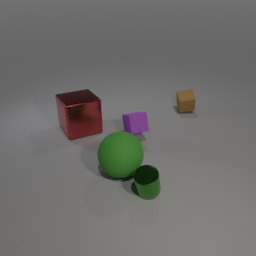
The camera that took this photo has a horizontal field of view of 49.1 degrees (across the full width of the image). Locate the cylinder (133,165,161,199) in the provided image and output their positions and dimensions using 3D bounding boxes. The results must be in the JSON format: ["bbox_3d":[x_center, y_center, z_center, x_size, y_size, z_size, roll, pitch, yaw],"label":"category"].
[{"bbox_3d":[0.541,1.504,7.794,0.700,0.700,0.700,-6,43,6],"label":"cylinder"}]

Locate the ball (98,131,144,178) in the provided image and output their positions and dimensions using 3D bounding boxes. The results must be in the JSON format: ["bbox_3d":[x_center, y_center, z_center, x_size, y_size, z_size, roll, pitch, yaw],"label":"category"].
[{"bbox_3d":[-0.222,0.803,8.506,1.400,1.400,1.400,0,29,0],"label":"ball"}]

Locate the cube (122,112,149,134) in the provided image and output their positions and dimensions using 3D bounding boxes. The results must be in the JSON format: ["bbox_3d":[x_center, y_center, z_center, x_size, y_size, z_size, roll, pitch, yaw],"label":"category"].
[{"bbox_3d":[0.270,-0.195,10.224,0.700,0.700,0.700,-11,8,-21],"label":"cube"}]

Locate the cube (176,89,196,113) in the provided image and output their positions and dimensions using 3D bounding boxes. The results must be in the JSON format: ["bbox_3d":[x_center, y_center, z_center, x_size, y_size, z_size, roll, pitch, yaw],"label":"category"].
[{"bbox_3d":[2.582,-1.213,12.534,0.700,0.700,0.700,-8,47,2],"label":"cube"}]

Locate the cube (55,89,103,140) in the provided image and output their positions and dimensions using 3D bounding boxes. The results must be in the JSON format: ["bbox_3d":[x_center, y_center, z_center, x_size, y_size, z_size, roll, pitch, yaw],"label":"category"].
[{"bbox_3d":[-1.919,-0.580,11.010,1.400,1.400,1.400,-14,30,-24],"label":"cube"}]
